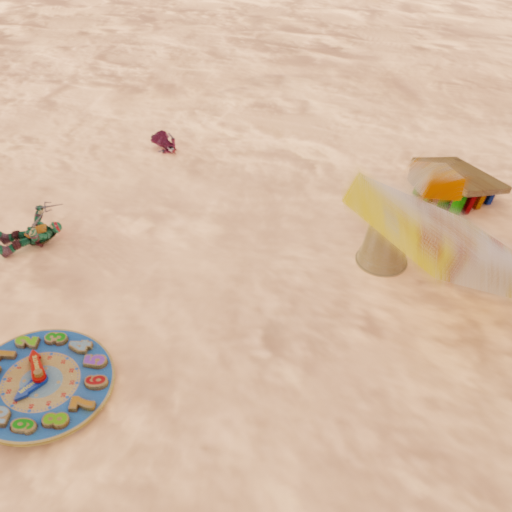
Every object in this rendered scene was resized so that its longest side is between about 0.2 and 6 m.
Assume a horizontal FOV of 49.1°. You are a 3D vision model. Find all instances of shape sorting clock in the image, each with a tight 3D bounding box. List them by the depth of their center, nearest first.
[{"bbox_3d":[-3.334,1.939,8.683,2.228,0.437,2.228,0,39,0],"label":"shape sorting clock"}]

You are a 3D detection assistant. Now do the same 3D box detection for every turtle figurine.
[{"bbox_3d":[-4.586,-0.514,11.552,1.463,0.737,1.095,-25,27,-5],"label":"turtle figurine"}]

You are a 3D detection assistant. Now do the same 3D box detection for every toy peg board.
[{"bbox_3d":[4.610,-1.567,12.991,1.693,0.832,1.700,-8,38,-35],"label":"toy peg board"}]

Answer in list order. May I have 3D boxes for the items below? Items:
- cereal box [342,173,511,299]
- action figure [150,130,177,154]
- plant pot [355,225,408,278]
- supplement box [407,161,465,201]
[{"bbox_3d":[3.236,-0.246,9.365,3.233,0.639,2.326,13,25,-41],"label":"cereal box"},{"bbox_3d":[-2.410,-2.948,14.969,0.592,0.659,0.884,-46,69,-1],"label":"action figure"},{"bbox_3d":[2.532,-0.278,11.056,1.053,0.964,1.053,0,38,0],"label":"plant pot"},{"bbox_3d":[2.887,-1.229,9.045,0.619,0.361,0.982,3,24,-2],"label":"supplement box"}]
